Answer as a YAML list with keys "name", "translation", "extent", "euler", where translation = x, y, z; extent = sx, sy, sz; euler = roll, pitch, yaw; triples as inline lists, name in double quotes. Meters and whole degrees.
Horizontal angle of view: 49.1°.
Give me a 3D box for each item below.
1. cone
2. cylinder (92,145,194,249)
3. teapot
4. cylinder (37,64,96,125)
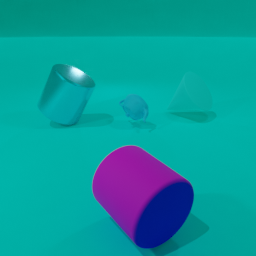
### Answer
- name: "cone"
  translation: [1.770, -0.897, 9.158]
  extent: [1.372, 1.367, 1.367]
  euler: [-31, -5, 42]
- name: "cylinder"
  translation: [0.190, 0.910, 3.893]
  extent: [1.035, 1.035, 1.035]
  euler: [-14, 30, -33]
- name: "teapot"
  translation: [0.202, -0.540, 8.114]
  extent: [0.641, 0.814, 1.309]
  euler: [-45, 49, -14]
- name: "cylinder"
  translation: [-1.839, -1.003, 8.371]
  extent: [1.341, 1.341, 1.341]
  euler: [25, 23, -12]
